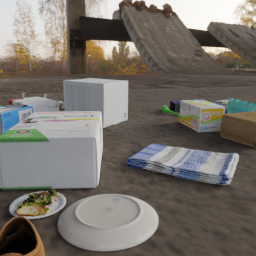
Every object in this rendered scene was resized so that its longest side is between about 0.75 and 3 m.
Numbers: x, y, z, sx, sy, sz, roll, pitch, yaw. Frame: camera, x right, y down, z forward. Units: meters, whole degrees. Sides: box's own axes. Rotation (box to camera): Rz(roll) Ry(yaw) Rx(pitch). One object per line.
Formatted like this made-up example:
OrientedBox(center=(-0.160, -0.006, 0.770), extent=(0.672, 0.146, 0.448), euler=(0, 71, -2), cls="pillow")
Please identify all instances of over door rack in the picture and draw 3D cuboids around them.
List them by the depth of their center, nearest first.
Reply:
OrientedBox(center=(-4.605, -1.352, 15.233), extent=(1.483, 0.669, 2.008), euler=(4, -6, 15), cls="over door rack")

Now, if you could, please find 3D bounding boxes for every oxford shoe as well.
OrientedBox(center=(-1.146, 1.782, 2.565), extent=(0.957, 0.957, 2.684), euler=(-4, 16, -19), cls="oxford shoe")

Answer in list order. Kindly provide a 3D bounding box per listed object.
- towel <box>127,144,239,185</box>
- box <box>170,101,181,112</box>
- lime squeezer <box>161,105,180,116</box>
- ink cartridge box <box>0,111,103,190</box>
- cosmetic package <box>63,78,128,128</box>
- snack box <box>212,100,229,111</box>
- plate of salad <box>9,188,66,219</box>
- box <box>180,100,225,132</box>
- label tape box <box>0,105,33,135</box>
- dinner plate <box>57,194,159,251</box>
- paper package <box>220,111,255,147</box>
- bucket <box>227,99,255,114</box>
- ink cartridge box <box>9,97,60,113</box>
OrientedBox(center=(1.530, 0.847, 7.543), extent=(2.671, 0.318, 1.962), euler=(7, 15, 27), cls="towel")
OrientedBox(center=(3.032, -1.213, 15.432), extent=(1.252, 0.494, 0.883), euler=(-2, 17, -10), cls="box")
OrientedBox(center=(2.101, -0.997, 14.797), extent=(0.722, 0.386, 2.046), euler=(-2, 13, -7), cls="lime squeezer")
OrientedBox(center=(-1.781, 0.409, 7.339), extent=(2.134, 1.238, 2.948), euler=(-1, 14, -3), cls="ink cartridge box")
OrientedBox(center=(-1.403, -1.197, 12.466), extent=(2.246, 1.868, 1.880), euler=(10, 17, 32), cls="cosmetic package")
OrientedBox(center=(5.680, -1.234, 15.565), extent=(1.184, 0.441, 1.664), euler=(-9, 17, -32), cls="snack box")
OrientedBox(center=(-1.732, 1.415, 5.398), extent=(1.050, 0.252, 1.050), euler=(-1, 14, 0), cls="plate of salad")
OrientedBox(center=(3.028, -0.546, 11.672), extent=(1.101, 0.992, 1.957), euler=(-3, 14, -13), cls="box")
OrientedBox(center=(-5.550, -0.384, 11.190), extent=(2.810, 0.929, 2.013), euler=(4, 15, 14), cls="label tape box")
OrientedBox(center=(-0.346, 1.545, 5.019), extent=(1.791, 0.217, 1.791), euler=(1, 13, 0), cls="dinner plate")
OrientedBox(center=(4.429, 0.000, 9.751), extent=(1.701, 0.880, 1.622), euler=(-6, 15, -25), cls="paper package")
OrientedBox(center=(4.765, -0.593, 11.465), extent=(1.491, 0.970, 1.491), euler=(12, 13, -3), cls="bucket")
OrientedBox(center=(-4.430, -0.883, 13.227), extent=(1.572, 0.888, 2.142), euler=(-13, 19, -41), cls="ink cartridge box")
